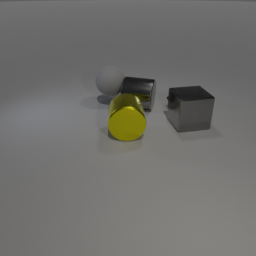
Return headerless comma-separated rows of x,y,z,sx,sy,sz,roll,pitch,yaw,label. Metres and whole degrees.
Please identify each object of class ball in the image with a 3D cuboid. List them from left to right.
-0.819,-2.202,13.167,1.400,1.400,1.400,0,28,0,ball

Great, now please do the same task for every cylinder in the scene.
-0.058,-0.433,10.728,1.400,1.400,1.400,-1,28,-2,cylinder
0.491,-1.607,12.901,1.400,1.400,1.400,8,29,12,cylinder

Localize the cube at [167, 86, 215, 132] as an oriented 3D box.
2.508,-0.808,11.441,1.400,1.400,1.400,-6,29,-11,cube
